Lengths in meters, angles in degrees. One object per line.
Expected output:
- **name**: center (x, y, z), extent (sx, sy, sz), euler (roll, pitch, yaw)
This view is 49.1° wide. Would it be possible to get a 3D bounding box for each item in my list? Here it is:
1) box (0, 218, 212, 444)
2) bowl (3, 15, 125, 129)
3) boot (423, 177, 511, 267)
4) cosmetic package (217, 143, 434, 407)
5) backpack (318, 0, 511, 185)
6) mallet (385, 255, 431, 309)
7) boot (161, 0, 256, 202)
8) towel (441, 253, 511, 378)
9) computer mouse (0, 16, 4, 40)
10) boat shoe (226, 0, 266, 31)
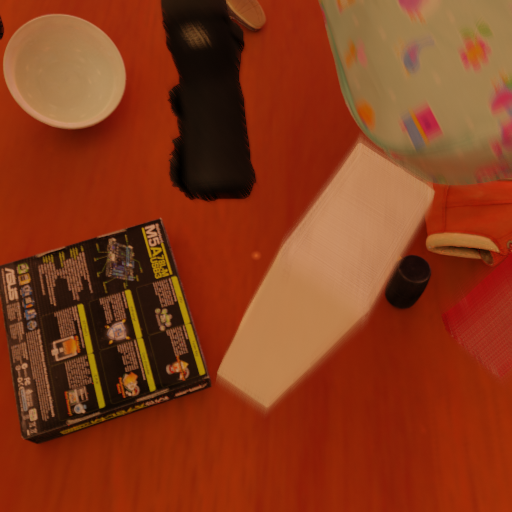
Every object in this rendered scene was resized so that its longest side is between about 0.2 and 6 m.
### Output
- **box**: center (-2.336, 1.045, 8.498), extent (2.696, 0.663, 2.791), euler (-17, 66, -10)
- **bowl**: center (-3.442, -3.174, 10.108), extent (2.022, 0.909, 2.022), euler (1, 86, -22)
- **boot**: center (4.297, -0.560, 9.053), extent (3.198, 1.200, 1.715), euler (7, 72, 9)
- **cosmetic package**: center (0.517, 0.481, 5.867), extent (0.860, 3.395, 1.401), euler (36, 62, 6)
- **backpack**: center (2.284, -3.004, 6.675), extent (3.700, 2.807, 4.434), euler (-16, 86, 36)
- **mallet**: center (2.025, -0.365, 9.294), extent (0.564, 0.902, 2.740), euler (-13, 51, -11)
- **boot**: center (-0.556, -1.732, 6.735), extent (0.969, 2.536, 2.131), euler (-5, 98, 1)
- **towel**: center (2.431, 0.549, 5.292), extent (1.100, 1.521, 0.171), euler (-45, 43, 9)
- **computer mouse**: center (-4.170, -3.986, 8.289), extent (0.411, 2.416, 0.708), euler (15, 77, 0)
- **boat shoe**: center (-0.561, -5.181, 11.435), extent (1.730, 0.561, 0.622), euler (39, 60, -4)
